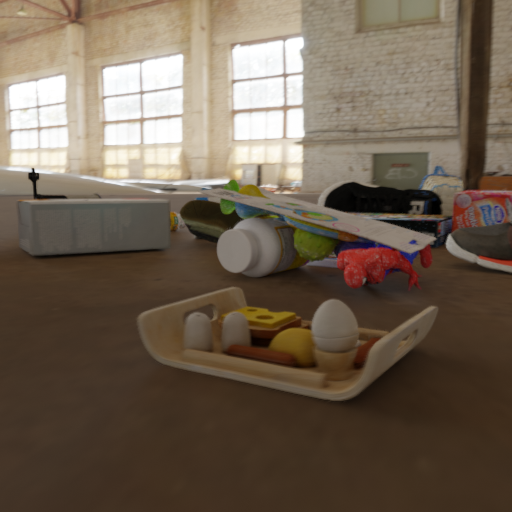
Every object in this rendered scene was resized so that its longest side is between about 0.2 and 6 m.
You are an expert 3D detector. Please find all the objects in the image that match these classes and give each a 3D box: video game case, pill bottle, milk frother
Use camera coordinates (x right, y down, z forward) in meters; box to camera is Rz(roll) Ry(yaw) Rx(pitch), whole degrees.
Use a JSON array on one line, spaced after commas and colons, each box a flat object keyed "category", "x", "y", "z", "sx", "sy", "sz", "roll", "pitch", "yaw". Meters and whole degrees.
[{"category": "video game case", "x": 1.487, "y": 0.039, "z": 8.813, "sx": 0.981, "sy": 0.123, "sz": 1.370, "roll": 5, "pitch": 9, "yaw": 26}, {"category": "pill bottle", "x": -2.174, "y": -0.836, "z": 13.804, "sx": 0.851, "sy": 0.480, "sz": 0.480, "roll": -5, "pitch": 9, "yaw": -38}, {"category": "milk frother", "x": -4.792, "y": -1.407, "z": 13.947, "sx": 1.503, "sy": 1.598, "sz": 1.442, "roll": -7, "pitch": 6, "yaw": -42}, {"category": "pill bottle", "x": 0.157, "y": -0.145, "z": 7.675, "sx": 0.798, "sy": 0.798, "sz": 1.531, "roll": 6, "pitch": 9, "yaw": 36}]

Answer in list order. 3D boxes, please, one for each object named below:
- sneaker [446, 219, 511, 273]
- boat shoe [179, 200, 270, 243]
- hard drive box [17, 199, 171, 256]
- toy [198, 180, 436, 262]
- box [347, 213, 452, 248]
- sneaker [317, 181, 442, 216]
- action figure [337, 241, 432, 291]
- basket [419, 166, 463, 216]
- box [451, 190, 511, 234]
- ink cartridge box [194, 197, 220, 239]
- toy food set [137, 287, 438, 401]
[{"category": "sneaker", "x": 4.191, "y": -0.371, "z": 7.664, "sx": 3.030, "sy": 1.241, "sz": 1.168, "roll": 5, "pitch": 9, "yaw": 32}, {"category": "boat shoe", "x": -0.449, "y": -0.515, "z": 10.586, "sx": 2.096, "sy": 0.689, "sz": 0.749, "roll": 16, "pitch": 57, "yaw": 21}, {"category": "hard drive box", "x": -3.003, "y": -0.580, "z": 10.271, "sx": 2.380, "sy": 0.914, "sz": 1.855, "roll": -4, "pitch": 8, "yaw": -30}, {"category": "toy", "x": 0.762, "y": -0.321, "z": 7.333, "sx": 2.787, "sy": 0.658, "sz": 1.605, "roll": 22, "pitch": 18, "yaw": 23}, {"category": "box", "x": 2.587, "y": -0.596, "z": 11.874, "sx": 2.813, "sy": 0.530, "sz": 1.921, "roll": 4, "pitch": 9, "yaw": 27}, {"category": "sneaker", "x": 3.384, "y": -1.309, "z": 14.229, "sx": 3.413, "sy": 1.247, "sz": 1.910, "roll": -4, "pitch": 6, "yaw": -34}, {"category": "action figure", "x": 1.527, "y": 0.114, "z": 6.632, "sx": 0.756, "sy": 0.598, "sz": 2.312, "roll": 0, "pitch": 2, "yaw": 30}, {"category": "basket", "x": 5.201, "y": -1.626, "z": 15.984, "sx": 1.222, "sy": 1.549, "sz": 1.757, "roll": 4, "pitch": 25, "yaw": -3}, {"category": "box", "x": 4.653, "y": -0.785, "z": 11.342, "sx": 1.087, "sy": 1.041, "sz": 2.181, "roll": 4, "pitch": 9, "yaw": 26}, {"category": "ink cartridge box", "x": -0.698, "y": -0.851, "z": 12.324, "sx": 1.411, "sy": 0.820, "sz": 0.474, "roll": -5, "pitch": -12, "yaw": -27}, {"category": "toy food set", "x": 0.248, "y": 0.475, "z": 4.111, "sx": 1.819, "sy": 0.549, "sz": 1.305, "roll": 5, "pitch": 9, "yaw": 32}]
